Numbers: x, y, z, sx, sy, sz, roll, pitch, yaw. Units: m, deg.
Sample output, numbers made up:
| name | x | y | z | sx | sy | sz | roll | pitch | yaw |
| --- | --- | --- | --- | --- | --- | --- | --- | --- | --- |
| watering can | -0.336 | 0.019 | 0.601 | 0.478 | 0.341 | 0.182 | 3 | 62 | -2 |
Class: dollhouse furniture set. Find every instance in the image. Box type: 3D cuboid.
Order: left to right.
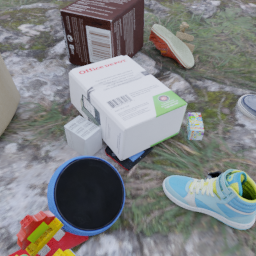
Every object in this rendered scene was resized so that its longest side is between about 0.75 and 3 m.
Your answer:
| name | x | y | z | sx | sy | sz | roll | pitch | yaw |
| --- | --- | --- | --- | --- | --- | --- | --- | --- | --- |
| dollhouse furniture set | 2.557 | -3.868 | 12.024 | 0.872 | 1.018 | 1.071 | 19 | 32 | 12 |

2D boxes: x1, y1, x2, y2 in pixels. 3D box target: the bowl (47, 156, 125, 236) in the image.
| name | x | y | z | sx | sy | sz | roll | pitch | yaw |
| --- | --- | --- | --- | --- | --- | --- | --- | --- | --- |
| bowl | -0.865 | 1.438 | 6.152 | 1.747 | 0.343 | 1.747 | 9 | 67 | -22 |

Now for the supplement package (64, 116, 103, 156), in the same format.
| name | x | y | z | sx | sy | sz | roll | pitch | yaw |
| --- | --- | --- | --- | --- | --- | --- | --- | --- | --- |
| supplement package | -1.226 | 0.250 | 7.781 | 0.829 | 0.793 | 0.610 | 29 | 51 | 27 |

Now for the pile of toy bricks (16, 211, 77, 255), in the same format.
| name | x | y | z | sx | sy | sz | roll | pitch | yaw |
| --- | --- | --- | --- | --- | --- | --- | --- | --- | --- |
| pile of toy bricks | -1.986 | 2.648 | 4.524 | 1.478 | 1.315 | 2.664 | 26 | 62 | 38 |

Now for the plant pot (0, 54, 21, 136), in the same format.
| name | x | y | z | sx | sy | sz | roll | pitch | yaw |
| --- | --- | --- | --- | --- | --- | --- | --- | --- | --- |
| plant pot | -4.458 | -0.751 | 7.898 | 2.076 | 2.074 | 1.838 | -7 | 54 | -4 |

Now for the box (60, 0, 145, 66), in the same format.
| name | x | y | z | sx | sy | sz | roll | pitch | yaw |
| --- | --- | --- | --- | --- | --- | --- | --- | --- | --- |
| box | -0.867 | -3.815 | 10.955 | 2.163 | 2.185 | 2.634 | 19 | 46 | 20 |

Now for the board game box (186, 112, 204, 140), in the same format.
| name | x | y | z | sx | sy | sz | roll | pitch | yaw |
| --- | --- | --- | --- | --- | --- | --- | --- | --- | --- |
| board game box | 1.997 | -0.055 | 8.376 | 0.403 | 0.410 | 0.782 | 3 | 45 | 3 |

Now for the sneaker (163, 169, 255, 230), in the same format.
| name | x | y | z | sx | sy | sz | roll | pitch | yaw |
| --- | --- | --- | --- | --- | --- | --- | --- | --- | --- |
| sneaker | 1.866 | 1.296 | 6.250 | 2.185 | 1.427 | 0.869 | 18 | 48 | 18 |

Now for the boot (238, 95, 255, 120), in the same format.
| name | x | y | z | sx | sy | sz | roll | pitch | yaw |
| --- | --- | --- | --- | --- | --- | --- | --- | --- | --- |
| boot | 4.499 | -0.594 | 8.309 | 2.388 | 1.079 | 0.869 | 27 | 73 | 25 |

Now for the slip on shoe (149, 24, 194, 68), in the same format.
| name | x | y | z | sx | sy | sz | roll | pitch | yaw |
| --- | --- | --- | --- | --- | --- | --- | --- | --- | --- |
| slip on shoe | 1.755 | -3.245 | 11.478 | 0.937 | 0.774 | 2.528 | -17 | 58 | -40 |

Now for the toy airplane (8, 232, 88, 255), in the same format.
| name | x | y | z | sx | sy | sz | roll | pitch | yaw |
| --- | --- | --- | --- | --- | --- | --- | --- | --- | --- |
| toy airplane | -1.691 | 2.706 | 5.555 | 2.010 | 0.370 | 2.010 | -1 | 45 | 1 |

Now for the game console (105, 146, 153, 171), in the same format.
| name | x | y | z | sx | sy | sz | roll | pitch | yaw |
| --- | --- | --- | --- | --- | --- | --- | --- | --- | --- |
| game console | 0.015 | 0.602 | 7.872 | 0.980 | 0.172 | 1.108 | 32 | 53 | 29 |

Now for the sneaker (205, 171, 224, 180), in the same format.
| name | x | y | z | sx | sy | sz | roll | pitch | yaw |
| --- | --- | --- | --- | --- | --- | --- | --- | --- | --- |
| sneaker | 2.337 | 1.280 | 6.882 | 0.811 | 0.568 | 0.315 | 8 | 45 | 9 |

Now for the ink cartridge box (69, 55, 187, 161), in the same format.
| name | x | y | z | sx | sy | sz | roll | pitch | yaw |
| --- | --- | --- | --- | --- | --- | --- | --- | --- | --- |
| ink cartridge box | -0.116 | -0.763 | 8.257 | 2.141 | 1.236 | 2.943 | -23 | 50 | -27 |
